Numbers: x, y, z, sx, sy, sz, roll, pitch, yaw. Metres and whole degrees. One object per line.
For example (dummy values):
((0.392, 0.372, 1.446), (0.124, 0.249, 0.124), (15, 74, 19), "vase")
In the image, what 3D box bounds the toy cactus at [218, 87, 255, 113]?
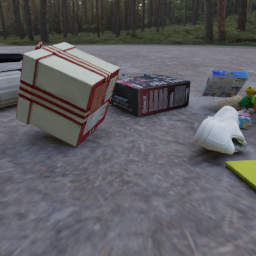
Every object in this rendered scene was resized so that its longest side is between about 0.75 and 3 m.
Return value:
((4.178, -0.982, 9.556), (2.161, 1.339, 2.618), (-7, 11, 30), "toy cactus")

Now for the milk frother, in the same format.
((-4.863, -1.668, 11.382), (2.196, 2.107, 2.335), (-23, -13, -47), "milk frother")

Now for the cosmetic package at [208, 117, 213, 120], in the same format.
((2.868, -0.162, 8.682), (0.764, 0.283, 0.389), (4, 20, 9), "cosmetic package")

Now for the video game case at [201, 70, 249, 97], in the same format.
((3.575, -1.627, 10.457), (1.353, 1.226, 0.307), (2, 60, -5), "video game case")

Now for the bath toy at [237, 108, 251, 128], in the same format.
((3.714, -0.334, 8.951), (0.497, 0.423, 1.144), (41, 30, 5), "bath toy")

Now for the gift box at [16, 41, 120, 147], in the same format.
((-1.697, -1.034, 7.832), (2.176, 2.150, 2.330), (25, 26, 7), "gift box")

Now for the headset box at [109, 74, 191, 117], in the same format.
((0.677, -1.330, 10.742), (2.748, 1.031, 2.043), (-14, 24, -32), "headset box")

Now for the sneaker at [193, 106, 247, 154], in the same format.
((2.610, 0.150, 7.290), (1.099, 0.935, 2.485), (31, 31, 23), "sneaker")

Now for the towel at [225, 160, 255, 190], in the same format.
((2.751, 1.104, 5.452), (0.822, 0.173, 1.911), (0, 19, -14), "towel")

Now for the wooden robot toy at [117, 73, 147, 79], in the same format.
((0.213, -2.103, 13.705), (2.002, 0.882, 0.908), (1, -16, 7), "wooden robot toy")
